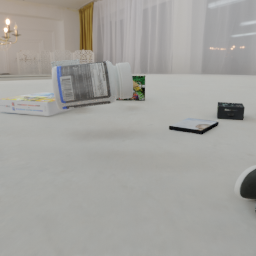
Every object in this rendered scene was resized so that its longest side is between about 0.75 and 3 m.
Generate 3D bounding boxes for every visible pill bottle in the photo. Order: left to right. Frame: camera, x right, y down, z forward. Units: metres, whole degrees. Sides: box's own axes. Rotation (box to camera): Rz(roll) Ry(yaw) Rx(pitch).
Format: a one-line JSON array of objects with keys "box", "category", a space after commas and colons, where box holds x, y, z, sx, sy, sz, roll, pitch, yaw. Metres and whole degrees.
[{"box": [-0.876, -1.108, 7.104, 1.911, 1.087, 1.087, -7, 14, -7], "category": "pill bottle"}]

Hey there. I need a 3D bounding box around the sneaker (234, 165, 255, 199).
[{"box": [2.395, 0.896, 4.326, 1.486, 0.525, 0.737, -2, 8, -25], "category": "sneaker"}]

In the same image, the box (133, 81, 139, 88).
[{"box": [-0.127, -2.046, 11.833, 1.068, 0.139, 1.306, 38, 19, 6], "category": "box"}]

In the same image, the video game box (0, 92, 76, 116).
[{"box": [-3.755, -1.135, 12.593, 2.605, 0.669, 2.859, 3, 13, 22], "category": "video game box"}]

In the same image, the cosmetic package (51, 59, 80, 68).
[{"box": [-2.353, -2.110, 10.871, 1.053, 0.881, 0.876, -7, 3, -8], "category": "cosmetic package"}]

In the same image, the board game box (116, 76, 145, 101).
[{"box": [-0.364, -2.221, 15.542, 2.653, 1.390, 0.311, 1, 12, 7], "category": "board game box"}]

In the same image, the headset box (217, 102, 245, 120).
[{"box": [3.979, -0.669, 10.911, 0.963, 0.513, 1.106, 4, 14, 15], "category": "headset box"}]

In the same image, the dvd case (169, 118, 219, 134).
[{"box": [2.213, -0.089, 9.302, 1.131, 0.139, 1.585, 9, 16, 34], "category": "dvd case"}]
